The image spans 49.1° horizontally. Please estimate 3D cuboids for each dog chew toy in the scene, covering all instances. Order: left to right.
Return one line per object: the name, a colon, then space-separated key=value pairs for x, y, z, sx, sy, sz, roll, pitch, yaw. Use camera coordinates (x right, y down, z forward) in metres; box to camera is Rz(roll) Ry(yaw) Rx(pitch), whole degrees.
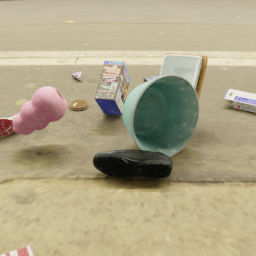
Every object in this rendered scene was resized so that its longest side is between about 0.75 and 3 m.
dog chew toy: x=-3.223 y=-0.525 z=10.038 sx=2.080 sy=1.295 sz=1.295 roll=-38 pitch=39 yaw=0

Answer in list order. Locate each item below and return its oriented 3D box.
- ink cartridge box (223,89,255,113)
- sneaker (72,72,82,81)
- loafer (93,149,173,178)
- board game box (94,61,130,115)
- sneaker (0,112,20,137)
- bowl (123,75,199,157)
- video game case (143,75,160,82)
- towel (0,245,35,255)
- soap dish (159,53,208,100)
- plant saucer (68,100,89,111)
ink cartridge box: x=5.787 y=-1.178 z=12.963 sx=2.536 sy=0.470 sz=1.201 roll=19 pitch=38 yaw=23
sneaker: x=-2.881 y=-2.867 z=15.707 sx=0.558 sy=0.355 sz=0.979 roll=-9 pitch=26 yaw=-3
loafer: x=0.155 y=1.117 z=9.144 sx=2.567 sy=0.872 sz=0.901 roll=4 pitch=23 yaw=4
board game box: x=-0.626 y=-1.702 z=12.085 sx=0.895 sy=1.474 sz=1.849 roll=7 pitch=69 yaw=14
sneaker: x=-4.785 y=-0.146 z=11.222 sx=0.692 sy=0.747 sz=1.854 roll=11 pitch=24 yaw=44
bowl: x=0.984 y=-0.503 z=10.061 sx=2.922 sy=2.922 sz=1.528 roll=-19 pitch=22 yaw=-26
video game case: x=1.923 y=-2.641 z=15.474 sx=1.765 sy=0.167 sz=1.261 roll=-16 pitch=37 yaw=-22
towel: x=-2.630 y=3.160 z=6.422 sx=0.994 sy=0.113 sz=0.716 roll=-9 pitch=39 yaw=-32
soap dish: x=2.151 y=-1.782 z=11.341 sx=1.837 sy=2.335 sz=0.949 roll=14 pitch=2 yaw=34
plant saucer: x=-2.300 y=-1.077 z=13.091 sx=0.988 sy=0.146 sz=0.988 roll=0 pitch=34 yaw=0
